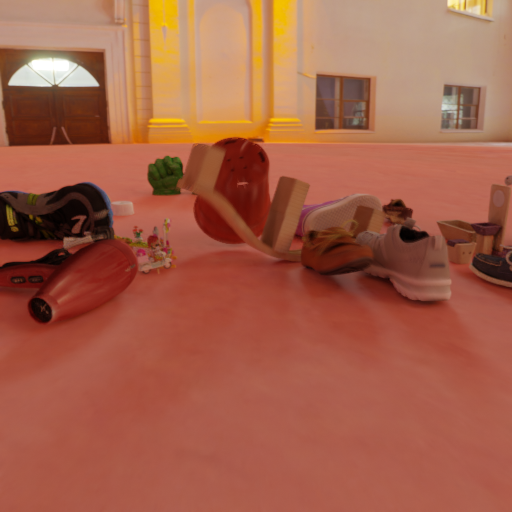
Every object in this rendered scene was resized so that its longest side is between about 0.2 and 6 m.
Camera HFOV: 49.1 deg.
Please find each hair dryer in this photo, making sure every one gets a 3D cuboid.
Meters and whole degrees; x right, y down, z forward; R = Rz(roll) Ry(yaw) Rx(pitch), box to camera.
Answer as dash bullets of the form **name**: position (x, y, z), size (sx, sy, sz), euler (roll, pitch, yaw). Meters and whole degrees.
- **hair dryer**: position (-3.142, 0.420, 8.858), size (2.559, 0.913, 3.360), euler (-23, 17, -17)

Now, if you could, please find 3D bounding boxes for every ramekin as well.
- **ramekin**: position (-3.832, -1.354, 15.959), size (0.679, 0.331, 0.679), euler (0, 15, 0)

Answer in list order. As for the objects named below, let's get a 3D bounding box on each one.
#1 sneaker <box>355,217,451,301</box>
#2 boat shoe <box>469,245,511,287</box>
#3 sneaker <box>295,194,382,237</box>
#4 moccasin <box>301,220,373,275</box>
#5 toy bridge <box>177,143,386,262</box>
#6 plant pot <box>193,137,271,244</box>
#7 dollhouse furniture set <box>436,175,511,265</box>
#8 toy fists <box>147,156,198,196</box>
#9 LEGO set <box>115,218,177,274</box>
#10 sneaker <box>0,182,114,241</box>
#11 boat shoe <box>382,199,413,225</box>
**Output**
- **sneaker**: position (2.524, -0.129, 9.534), size (1.029, 1.129, 2.754), euler (2, 14, -16)
- **boat shoe**: position (4.515, 0.221, 9.134), size (0.891, 0.736, 2.379), euler (-6, 16, -22)
- **sneaker**: position (1.771, -1.041, 13.614), size (2.639, 0.956, 1.504), euler (-10, 15, -35)
- **moccasin**: position (1.333, -0.158, 9.618), size (0.832, 0.879, 2.276), euler (-7, 6, -7)
- **toy bridge**: position (0.518, -0.741, 10.747), size (4.580, 1.540, 0.623), euler (15, 6, -33)
- **plant pot**: position (-0.447, -1.427, 11.710), size (1.768, 1.768, 1.719), euler (-1, -29, -5)
- **dollhouse furniture set**: position (4.376, -0.942, 11.782), size (1.835, 1.643, 2.316), euler (-4, 15, -16)
- **toy fists**: position (-2.452, -2.802, 19.462), size (2.647, 1.350, 0.910), euler (-1, 14, -2)
- **LEGO set**: position (-2.134, -0.336, 11.042), size (1.047, 0.847, 2.276), euler (-8, 17, -27)
- **sneaker**: position (-4.764, -0.813, 12.330), size (3.787, 1.342, 1.569), euler (1, 20, 23)
- **boat shoe**: position (3.666, -1.180, 14.506), size (0.599, 0.597, 1.660), euler (15, 13, -6)
